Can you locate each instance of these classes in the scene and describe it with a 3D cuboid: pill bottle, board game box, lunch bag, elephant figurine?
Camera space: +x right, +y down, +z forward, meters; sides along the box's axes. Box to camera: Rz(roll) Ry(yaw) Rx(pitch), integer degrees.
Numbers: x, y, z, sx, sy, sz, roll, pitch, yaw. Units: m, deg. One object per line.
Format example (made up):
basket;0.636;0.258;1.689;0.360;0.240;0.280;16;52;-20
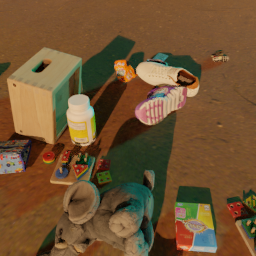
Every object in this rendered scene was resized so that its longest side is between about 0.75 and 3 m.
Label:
pill bottle;-1.594;-0.271;9.612;0.924;1.660;0.924;0;39;0
board game box;1.719;2.544;7.271;0.956;0.252;1.249;3;39;3
lunch bag;-3.843;0.813;9.220;1.106;0.691;1.470;-5;27;-5
elephant figurine;-0.856;2.202;6.668;2.740;1.939;2.126;-3;8;21

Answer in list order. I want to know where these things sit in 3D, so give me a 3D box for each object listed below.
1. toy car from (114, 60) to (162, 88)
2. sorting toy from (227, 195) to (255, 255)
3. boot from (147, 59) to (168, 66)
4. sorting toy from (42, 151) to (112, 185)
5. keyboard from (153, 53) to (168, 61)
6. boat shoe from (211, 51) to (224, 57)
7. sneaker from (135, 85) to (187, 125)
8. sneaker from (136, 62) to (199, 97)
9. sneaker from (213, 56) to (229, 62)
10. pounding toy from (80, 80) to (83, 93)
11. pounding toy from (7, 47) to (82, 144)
toy car;0.522;-2.392;12.710;2.497;1.225;0.831;13;71;25
sorting toy;3.523;2.632;7.036;1.195;0.419;2.479;-6;39;-8
boot;1.753;-2.620;13.096;2.012;0.909;0.732;14;41;17
sorting toy;-1.647;1.215;8.790;2.400;0.406;1.157;4;40;5
keyboard;1.507;-3.503;14.824;0.581;0.110;2.065;18;43;21
boat shoe;4.912;-4.091;15.426;0.793;0.257;0.290;-18;42;-20
sneaker;1.138;-1.026;11.116;1.202;1.093;2.718;28;41;36
sneaker;1.703;-2.355;11.977;2.885;1.222;1.051;21;75;13
sneaker;4.959;-3.739;14.955;0.858;0.330;0.364;2;34;2
pounding toy;-2.603;-2.118;12.435;1.093;0.961;0.500;27;46;29
pounding toy;-3.050;-1.309;10.361;2.123;2.750;2.987;17;43;5
